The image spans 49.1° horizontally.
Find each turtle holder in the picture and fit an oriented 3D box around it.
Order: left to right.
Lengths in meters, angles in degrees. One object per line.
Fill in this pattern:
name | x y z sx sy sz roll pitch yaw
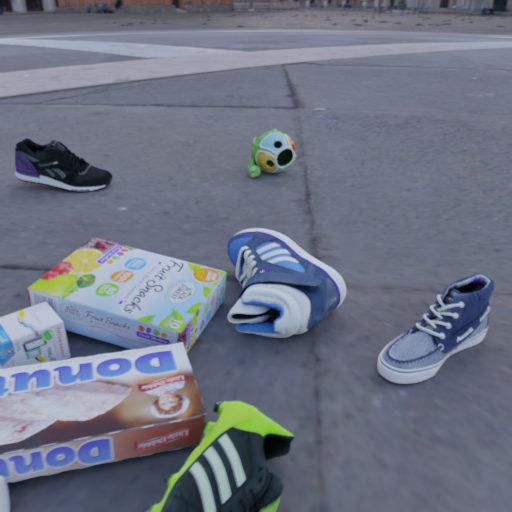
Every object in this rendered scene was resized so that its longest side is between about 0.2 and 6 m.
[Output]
turtle holder | 0.353 -2.447 13.439 1.286 0.977 0.913 -13 30 -25

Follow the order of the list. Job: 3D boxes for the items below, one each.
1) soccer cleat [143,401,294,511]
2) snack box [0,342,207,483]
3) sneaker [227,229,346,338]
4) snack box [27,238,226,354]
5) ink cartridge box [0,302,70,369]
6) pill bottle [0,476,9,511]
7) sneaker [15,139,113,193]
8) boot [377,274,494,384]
soccer cleat | -0.328 2.156 4.824 0.952 0.793 2.348 21 31 12
snack box | -2.430 1.675 5.741 3.655 0.444 1.314 -6 28 -17
sneaker | -0.005 0.372 8.030 2.258 0.910 1.653 28 34 34
snack box | -1.745 0.543 7.858 2.237 0.593 1.591 14 33 14
ink cartridge box | -2.868 1.068 7.025 0.814 0.597 0.594 -21 35 -33
pill bottle | -2.650 2.247 4.873 0.852 0.494 0.494 -7 28 -15
sneaker | -4.314 -2.056 12.494 2.164 0.947 0.819 8 32 -5
boot | 2.291 0.864 7.133 1.930 0.872 0.702 -21 34 -35
